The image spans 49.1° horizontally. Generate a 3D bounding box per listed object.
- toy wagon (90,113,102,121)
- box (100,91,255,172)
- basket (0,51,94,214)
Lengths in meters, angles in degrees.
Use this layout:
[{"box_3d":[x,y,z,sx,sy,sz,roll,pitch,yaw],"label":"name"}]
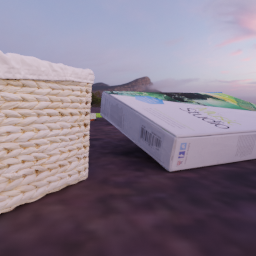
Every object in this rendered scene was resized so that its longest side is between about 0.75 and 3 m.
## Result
[{"box_3d":[-1.627,-0.438,10.169,1.643,0.325,1.274,0,5,-11],"label":"toy wagon"},{"box_3d":[0.969,-0.101,3.602,2.221,0.404,1.603,-2,22,-30],"label":"box"},{"box_3d":[-0.974,-0.007,1.966,1.116,0.905,1.126,2,5,25],"label":"basket"}]
